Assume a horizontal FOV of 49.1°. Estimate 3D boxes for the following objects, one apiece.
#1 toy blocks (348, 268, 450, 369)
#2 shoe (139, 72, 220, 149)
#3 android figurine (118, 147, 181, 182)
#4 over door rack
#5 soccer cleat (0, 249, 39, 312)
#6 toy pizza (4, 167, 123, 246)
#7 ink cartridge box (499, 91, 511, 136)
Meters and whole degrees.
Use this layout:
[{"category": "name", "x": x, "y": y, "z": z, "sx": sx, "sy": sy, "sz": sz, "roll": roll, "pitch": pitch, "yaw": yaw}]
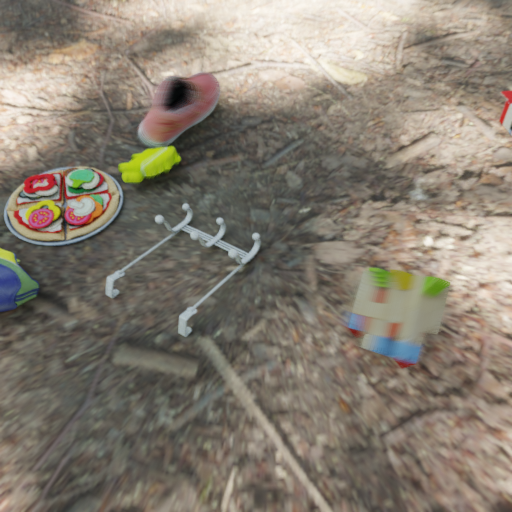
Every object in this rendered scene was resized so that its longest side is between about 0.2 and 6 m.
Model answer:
[{"category": "toy blocks", "x": 1.828, "y": 0.844, "z": 7.499, "sx": 0.855, "sy": 1.711, "sz": 1.169, "roll": 19, "pitch": 84, "yaw": -24}, {"category": "shoe", "x": -1.318, "y": -3.113, "z": 10.980, "sx": 0.865, "sy": 1.101, "sz": 2.421, "roll": 41, "pitch": 55, "yaw": -5}, {"category": "android figurine", "x": -1.930, "y": -1.701, "z": 10.254, "sx": 1.243, "sy": 0.255, "sz": 1.132, "roll": 4, "pitch": 38, "yaw": 35}, {"category": "over door rack", "x": -1.084, "y": 0.056, "z": 8.613, "sx": 1.535, "sy": 0.692, "sz": 2.078, "roll": 24, "pitch": 52, "yaw": 22}, {"category": "soccer cleat", "x": -4.330, "y": 0.079, "z": 8.688, "sx": 2.547, "sy": 0.823, "sz": 1.065, "roll": 33, "pitch": 25, "yaw": 32}, {"category": "toy pizza", "x": -3.378, "y": -0.978, "z": 9.807, "sx": 2.032, "sy": 0.322, "sz": 2.032, "roll": 0, "pitch": 47, "yaw": 0}, {"category": "ink cartridge box", "x": 5.603, "y": -2.719, "z": 11.276, "sx": 0.926, "sy": 0.536, "sz": 1.595, "roll": -7, "pitch": 48, "yaw": -7}]
